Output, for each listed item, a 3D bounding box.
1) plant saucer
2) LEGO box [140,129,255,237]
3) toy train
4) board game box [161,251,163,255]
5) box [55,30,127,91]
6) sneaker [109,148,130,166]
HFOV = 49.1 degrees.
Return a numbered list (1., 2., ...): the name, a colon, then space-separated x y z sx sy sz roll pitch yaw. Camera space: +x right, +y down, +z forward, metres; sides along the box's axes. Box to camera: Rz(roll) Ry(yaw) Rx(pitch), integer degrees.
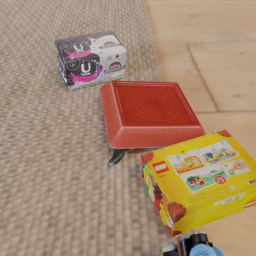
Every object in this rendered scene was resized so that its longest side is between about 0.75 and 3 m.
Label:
1. plant saucer: 0.684 -0.574 8.097 2.764 0.507 2.759 -1 41 -12
2. LEGO box: 1.612 1.112 6.199 2.257 0.871 1.681 -15 43 -12
3. toy train: 0.930 2.362 3.930 0.960 0.728 1.680 -19 58 24
4. board game box: 1.043 2.754 4.643 0.337 0.719 1.415 -20 46 -20
5. box: -1.268 -2.362 9.640 2.118 1.215 1.399 -17 53 -17
6. sneaker: -0.235 0.580 7.171 0.372 0.333 0.908 36 59 8
